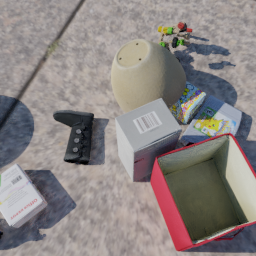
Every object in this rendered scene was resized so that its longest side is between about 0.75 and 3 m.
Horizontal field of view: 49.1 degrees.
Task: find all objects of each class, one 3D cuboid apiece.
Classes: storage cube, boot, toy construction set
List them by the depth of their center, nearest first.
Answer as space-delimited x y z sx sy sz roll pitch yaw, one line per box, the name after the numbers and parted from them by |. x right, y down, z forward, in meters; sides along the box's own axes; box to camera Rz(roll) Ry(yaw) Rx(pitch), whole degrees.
1.845 1.643 6.925 1.976 2.078 2.312 -17 64 -8 | storage cube
-1.740 0.281 8.513 1.332 0.530 1.616 2 68 3 | boot
1.328 -3.110 9.850 1.417 1.538 1.844 16 43 21 | toy construction set

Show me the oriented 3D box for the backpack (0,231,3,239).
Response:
-3.848 2.667 7.119 0.881 0.924 0.712 -32 62 -9 | backpack

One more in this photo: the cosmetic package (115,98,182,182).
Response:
0.461 0.424 7.346 1.304 2.442 1.101 -25 64 -10 | cosmetic package

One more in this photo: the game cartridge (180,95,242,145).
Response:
2.668 -0.016 8.718 1.331 0.404 1.996 33 68 11 | game cartridge

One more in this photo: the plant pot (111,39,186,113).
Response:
0.411 -1.718 8.443 2.346 1.575 2.346 -13 55 19 | plant pot

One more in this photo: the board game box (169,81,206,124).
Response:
1.496 -1.059 8.954 1.648 0.849 0.864 38 69 17 | board game box

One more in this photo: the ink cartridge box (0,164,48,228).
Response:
-3.026 1.848 7.650 1.005 0.583 1.387 -37 69 -17 | ink cartridge box
